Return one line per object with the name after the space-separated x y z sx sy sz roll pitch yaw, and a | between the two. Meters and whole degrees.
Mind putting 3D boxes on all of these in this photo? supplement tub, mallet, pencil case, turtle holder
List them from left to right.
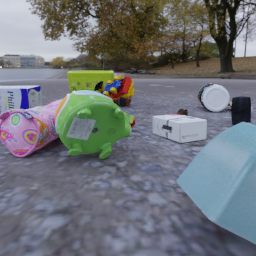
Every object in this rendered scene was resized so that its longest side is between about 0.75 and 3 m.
-1.849 -0.123 6.271 1.006 1.006 2.301 3 12 15 | pencil case
-0.617 -0.203 5.283 1.546 1.174 1.098 -18 40 -21 | turtle holder
-1.084 -1.621 12.670 2.409 1.288 1.288 -2 12 -5 | supplement tub
3.480 -1.290 11.586 1.069 1.069 1.744 1 13 6 | supplement tub
3.746 -0.696 9.248 0.553 0.885 2.689 1 11 22 | mallet

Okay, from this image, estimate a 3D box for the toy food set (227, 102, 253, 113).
4.500 -0.810 11.320 0.768 0.323 1.070 2 20 8 | toy food set

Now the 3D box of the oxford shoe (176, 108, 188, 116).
1.808 -0.523 9.785 0.768 0.324 0.279 -13 20 -42 | oxford shoe

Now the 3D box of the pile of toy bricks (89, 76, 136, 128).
-0.418 -0.377 7.531 1.311 1.474 2.656 25 -17 -25 | pile of toy bricks

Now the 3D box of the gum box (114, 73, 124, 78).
-1.281 -2.190 14.888 0.839 1.440 2.538 9 15 37 | gum box

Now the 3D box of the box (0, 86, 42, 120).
-4.066 -0.802 9.163 2.107 1.106 1.938 -2 12 -5 | box

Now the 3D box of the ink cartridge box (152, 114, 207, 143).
1.270 -0.019 6.998 0.838 0.486 1.161 -6 14 -27 | ink cartridge box

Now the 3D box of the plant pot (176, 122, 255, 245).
1.204 0.485 2.726 0.918 0.935 0.915 29 5 -13 | plant pot

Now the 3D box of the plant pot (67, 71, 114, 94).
-1.442 -1.477 11.209 1.744 1.590 1.753 0 12 -4 | plant pot
